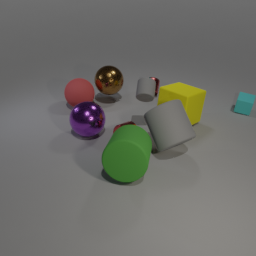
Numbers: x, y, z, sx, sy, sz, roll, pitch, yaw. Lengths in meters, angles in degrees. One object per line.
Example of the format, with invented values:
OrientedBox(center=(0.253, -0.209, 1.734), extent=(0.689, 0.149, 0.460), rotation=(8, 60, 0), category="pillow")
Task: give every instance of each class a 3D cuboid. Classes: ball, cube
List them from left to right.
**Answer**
OrientedBox(center=(-2.262, -1.625, 13.097), extent=(1.400, 1.400, 1.400), rotation=(0, 30, 0), category="ball")
OrientedBox(center=(-1.575, -0.348, 10.915), extent=(1.400, 1.400, 1.400), rotation=(0, 30, 0), category="ball")
OrientedBox(center=(-0.904, -2.278, 13.388), extent=(1.400, 1.400, 1.400), rotation=(0, 30, 0), category="ball")
OrientedBox(center=(2.176, -0.967, 11.626), extent=(1.400, 1.400, 1.400), rotation=(27, 32, 37), category="cube")
OrientedBox(center=(5.315, -1.118, 12.764), extent=(0.700, 0.700, 0.700), rotation=(18, 44, 20), category="cube")

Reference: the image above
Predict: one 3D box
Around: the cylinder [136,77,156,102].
OrientedBox(center=(0.676, -1.440, 10.592), extent=(0.700, 0.700, 0.700), rotation=(5, 69, 8), category="cylinder")

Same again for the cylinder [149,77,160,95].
OrientedBox(center=(1.250, -2.163, 14.469), extent=(0.700, 0.700, 0.700), rotation=(8, 75, 13), category="cylinder")

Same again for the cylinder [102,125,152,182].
OrientedBox(center=(0.005, 0.764, 8.808), extent=(1.400, 1.400, 1.400), rotation=(5, 20, 8), category="cylinder")

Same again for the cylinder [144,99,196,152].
OrientedBox(center=(1.437, -0.067, 9.695), extent=(1.400, 1.400, 1.400), rotation=(-21, -10, -4), category="cylinder")

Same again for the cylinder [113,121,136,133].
OrientedBox(center=(-0.088, 0.146, 10.654), extent=(0.700, 0.700, 0.700), rotation=(21, 25, 32), category="cylinder")
